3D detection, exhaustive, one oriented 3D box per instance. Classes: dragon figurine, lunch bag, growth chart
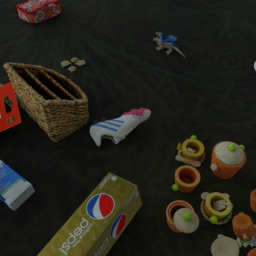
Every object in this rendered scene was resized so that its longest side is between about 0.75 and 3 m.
[{"bbox_3d":[1.716,-3.466,11.476,1.716,0.505,0.853,24,53,21],"label":"dragon figurine"},{"bbox_3d":[-4.282,-5.693,13.319,1.591,0.740,1.806,34,56,31],"label":"lunch bag"},{"bbox_3d":[2.909,2.498,6.570,0.758,0.067,0.549,-4,48,0],"label":"growth chart"}]

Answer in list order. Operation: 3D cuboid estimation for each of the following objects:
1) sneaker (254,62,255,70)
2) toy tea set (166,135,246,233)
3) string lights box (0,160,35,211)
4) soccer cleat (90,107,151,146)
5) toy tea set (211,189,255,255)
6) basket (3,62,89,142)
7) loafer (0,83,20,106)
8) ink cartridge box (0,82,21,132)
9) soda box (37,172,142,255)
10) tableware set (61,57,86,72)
[{"bbox_3d":[5.197,-2.147,10.260,0.548,0.608,1.483,-10,50,-10],"label":"sneaker"},{"bbox_3d":[1.928,1.271,6.955,1.755,1.093,2.952,14,50,12],"label":"toy tea set"},{"bbox_3d":[-3.173,1.440,7.270,1.354,0.399,0.696,29,55,23],"label":"string lights box"},{"bbox_3d":[-0.160,0.006,8.402,1.936,0.676,0.836,-17,73,-8],"label":"soccer cleat"},{"bbox_3d":[2.964,2.472,6.289,2.308,0.854,1.372,-42,33,-27],"label":"toy tea set"},{"bbox_3d":[-2.311,-1.101,8.587,1.689,1.763,2.367,-34,56,-26],"label":"basket"},{"bbox_3d":[-4.220,-1.243,9.553,1.411,0.482,0.534,29,55,23],"label":"loafer"},{"bbox_3d":[-4.715,-0.444,8.425,2.605,0.743,2.117,-29,53,-1],"label":"ink cartridge box"},{"bbox_3d":[-0.780,2.269,6.162,0.872,0.824,2.574,21,53,31],"label":"soda box"},{"bbox_3d":[-2.127,-2.505,10.913,0.872,0.101,0.728,-34,57,-27],"label":"tableware set"}]
